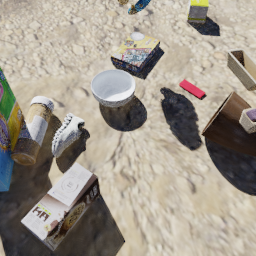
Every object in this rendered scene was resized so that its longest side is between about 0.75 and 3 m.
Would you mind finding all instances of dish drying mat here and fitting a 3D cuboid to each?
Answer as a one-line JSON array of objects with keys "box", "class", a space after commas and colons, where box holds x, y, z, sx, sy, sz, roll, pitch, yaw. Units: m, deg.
[{"box": [2.173, -1.331, 9.516, 0.905, 0.082, 0.347, 39, 64, 24], "class": "dish drying mat"}]

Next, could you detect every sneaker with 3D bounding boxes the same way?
[{"box": [-1.734, 0.228, 8.130, 0.608, 0.563, 1.499, 19, 57, 3], "class": "sneaker"}]

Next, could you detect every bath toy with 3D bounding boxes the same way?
[{"box": [-0.221, -4.655, 8.617, 0.977, 2.246, 0.830, -42, 31, -13], "class": "bath toy"}]

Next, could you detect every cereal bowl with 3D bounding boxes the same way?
[{"box": [-0.469, -1.216, 9.106, 1.443, 0.601, 1.443, 0, 55, 0], "class": "cereal bowl"}]

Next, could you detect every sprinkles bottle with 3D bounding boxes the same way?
[{"box": [-2.727, 0.041, 8.128, 0.698, 0.698, 2.046, 5, 54, 3], "class": "sprinkles bottle"}]

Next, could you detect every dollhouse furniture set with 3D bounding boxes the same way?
[{"box": [3.161, -1.384, 6.526, 1.855, 1.662, 2.342, -13, 60, -29], "class": "dollhouse furniture set"}]

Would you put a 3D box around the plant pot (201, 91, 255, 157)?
[{"box": [3.149, 0.039, 7.802, 1.626, 1.520, 1.520, 36, 61, 9], "class": "plant pot"}]

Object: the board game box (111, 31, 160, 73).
[{"box": [0.307, -2.884, 10.501, 1.181, 0.302, 1.743, 25, 57, 17], "class": "board game box"}]

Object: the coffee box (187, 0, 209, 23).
[{"box": [2.909, -4.980, 11.736, 0.773, 0.765, 0.772, 5, 54, 4], "class": "coffee box"}]

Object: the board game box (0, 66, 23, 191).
[{"box": [-3.511, 0.017, 7.327, 0.542, 2.058, 2.690, -4, 55, -3], "class": "board game box"}]

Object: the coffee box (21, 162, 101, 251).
[{"box": [-1.488, 1.836, 6.633, 0.714, 1.011, 1.789, 30, 60, 19], "class": "coffee box"}]
